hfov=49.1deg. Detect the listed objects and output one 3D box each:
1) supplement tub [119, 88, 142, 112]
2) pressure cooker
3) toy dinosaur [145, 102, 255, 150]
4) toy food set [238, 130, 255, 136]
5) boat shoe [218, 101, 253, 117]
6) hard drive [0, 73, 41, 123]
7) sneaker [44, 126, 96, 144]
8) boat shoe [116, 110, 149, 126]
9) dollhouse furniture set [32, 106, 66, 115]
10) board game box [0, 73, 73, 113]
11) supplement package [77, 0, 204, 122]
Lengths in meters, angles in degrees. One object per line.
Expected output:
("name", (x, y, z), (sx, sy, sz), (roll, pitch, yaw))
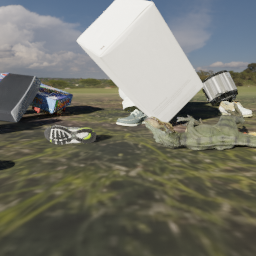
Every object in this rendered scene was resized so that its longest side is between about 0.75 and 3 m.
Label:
("supplement tub", (0.658, -2.155, 11.144), (2.067, 2.858, 2.067), (-1, -6, 0))
("pressure cooker", (5.157, -2.056, 15.556), (1.645, 1.870, 1.671), (-21, -10, -13))
("toy dinosaur", (1.733, 0.033, 5.218), (2.902, 0.689, 1.279), (1, 23, 0))
("toy food set", (2.227, 0.177, 5.651), (0.890, 0.219, 0.900), (-4, 10, -24))
("boat shoe", (3.985, -0.710, 10.530), (0.588, 0.538, 1.574), (-4, 9, -24))
("hard drive", (-3.827, -1.077, 9.243), (1.346, 0.422, 1.996), (8, 49, 7))
("sneaker", (-1.156, 0.147, 5.618), (1.004, 0.371, 0.406), (6, 0, -11))
("boat shoe", (0.229, -0.340, 8.300), (1.453, 0.449, 0.529), (-9, 17, -43))
("dollhouse furniture set", (-3.201, -0.815, 11.643), (1.454, 0.591, 0.782), (26, 17, 27))
("board game box", (-3.858, -1.433, 10.892), (2.937, 0.506, 1.988), (19, 15, 3))
("supplement package", (0.370, -1.653, 7.193), (2.751, 1.647, 1.668), (44, 2, -39))
